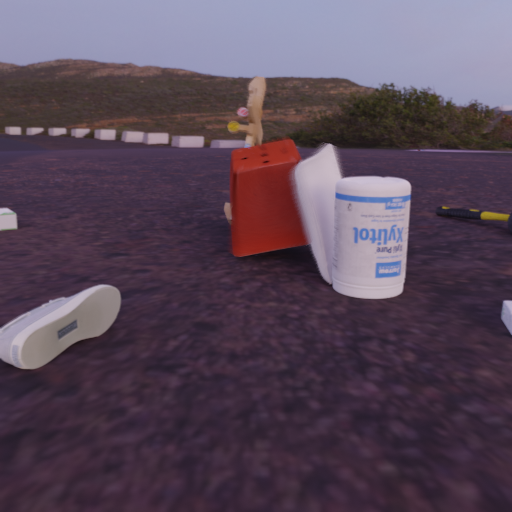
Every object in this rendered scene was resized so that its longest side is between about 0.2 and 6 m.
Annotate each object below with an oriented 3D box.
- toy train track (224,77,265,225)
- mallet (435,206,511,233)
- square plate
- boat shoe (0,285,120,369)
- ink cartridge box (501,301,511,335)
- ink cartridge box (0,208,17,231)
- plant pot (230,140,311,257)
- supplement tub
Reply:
[{"bbox_3d":[-0.401,-2.594,13.581,0.612,3.763,2.158,8,-14,9],"label":"toy train track"},{"bbox_3d":[5.536,-0.941,13.611,1.083,0.677,3.289,-13,14,-31],"label":"mallet"},{"bbox_3d":[1.162,-0.754,9.395,0.281,1.956,1.974,-9,16,25],"label":"square plate"},{"bbox_3d":[-2.299,0.732,6.533,0.625,0.612,1.756,11,20,22],"label":"boat shoe"},{"bbox_3d":[3.584,0.863,6.717,0.971,0.302,1.207,2,12,11],"label":"ink cartridge box"},{"bbox_3d":[-6.207,-0.872,13.440,0.689,0.415,0.948,-9,18,-34],"label":"ink cartridge box"},{"bbox_3d":[0.277,-1.214,10.629,1.769,1.560,1.770,-10,29,2],"label":"plant pot"},{"bbox_3d":[1.723,-0.308,8.474,1.118,1.695,1.118,-1,13,0],"label":"supplement tub"}]
